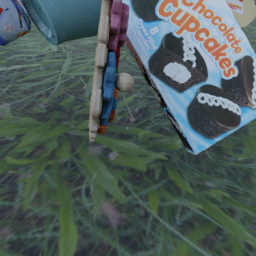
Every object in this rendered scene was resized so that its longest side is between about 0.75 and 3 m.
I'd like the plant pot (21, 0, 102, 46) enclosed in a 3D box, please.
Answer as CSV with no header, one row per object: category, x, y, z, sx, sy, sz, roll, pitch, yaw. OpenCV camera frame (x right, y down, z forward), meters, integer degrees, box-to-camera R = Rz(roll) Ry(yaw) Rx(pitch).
plant pot,-0.908,-2.447,5.018,1.769,1.882,1.882,-37,41,-16

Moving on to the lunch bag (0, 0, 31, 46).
lunch bag,-2.659,-2.669,5.344,0.828,1.755,2.190,-32,42,-2

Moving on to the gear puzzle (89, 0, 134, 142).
gear puzzle,-0.272,-0.541,3.826,0.374,1.481,2.859,6,-8,-7

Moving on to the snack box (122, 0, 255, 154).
snack box,0.837,-0.986,3.718,1.343,2.313,0.429,-31,2,-3

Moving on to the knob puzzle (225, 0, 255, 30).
knob puzzle,2.103,-3.330,7.157,2.959,0.410,2.959,9,63,-17
